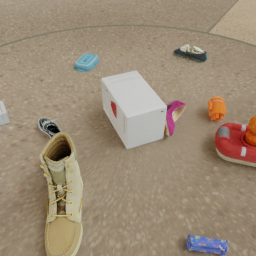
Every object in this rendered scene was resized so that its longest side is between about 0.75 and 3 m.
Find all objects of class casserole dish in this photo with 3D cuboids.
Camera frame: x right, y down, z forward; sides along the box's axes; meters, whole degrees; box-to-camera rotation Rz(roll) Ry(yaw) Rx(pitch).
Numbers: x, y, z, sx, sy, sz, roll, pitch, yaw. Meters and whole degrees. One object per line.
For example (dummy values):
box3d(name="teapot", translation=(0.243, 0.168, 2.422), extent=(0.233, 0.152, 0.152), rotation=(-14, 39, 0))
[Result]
box3d(name="casserole dish", translation=(-2.240, -3.614, 15.221), extent=(1.033, 0.331, 1.705), rotation=(13, 44, 14))

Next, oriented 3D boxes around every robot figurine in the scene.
box3d(name="robot figurine", translation=(3.713, -0.835, 11.669), extent=(0.792, 0.642, 1.101), rotation=(3, 69, 11))

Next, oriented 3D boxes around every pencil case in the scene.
box3d(name="pencil case", translation=(2.119, 3.126, 7.481), extent=(1.075, 0.467, 0.420), rotation=(6, 84, 8))

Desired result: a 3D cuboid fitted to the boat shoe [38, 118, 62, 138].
box3d(name="boat shoe", translation=(-3.048, -0.028, 10.951), extent=(0.630, 0.583, 1.707), rotation=(-23, 47, -24))

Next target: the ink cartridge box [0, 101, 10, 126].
box3d(name="ink cartridge box", translation=(-5.679, -0.476, 11.467), extent=(1.372, 0.570, 1.005), rotation=(-20, 45, -21))

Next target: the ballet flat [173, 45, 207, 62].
box3d(name="ballet flat", translation=(3.514, -4.295, 15.717), extent=(2.009, 0.734, 0.734), rotation=(25, 47, 26))

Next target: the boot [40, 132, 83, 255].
box3d(name="boot", translation=(-1.809, 1.795, 7.594), extent=(1.071, 2.286, 2.942), rotation=(0, 41, 0))

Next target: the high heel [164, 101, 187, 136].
box3d(name="high heel", translation=(1.970, -0.412, 11.342), extent=(1.041, 0.731, 2.170), rotation=(-1, 31, 4))

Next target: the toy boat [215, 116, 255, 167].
box3d(name="toy boat", translation=(4.441, 0.291, 9.751), extent=(2.579, 1.685, 1.683), rotation=(11, 43, 12))

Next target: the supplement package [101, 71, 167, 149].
box3d(name="supplement package", translation=(0.148, -0.793, 11.020), extent=(1.614, 1.634, 2.695), rotation=(-16, 44, -17))
